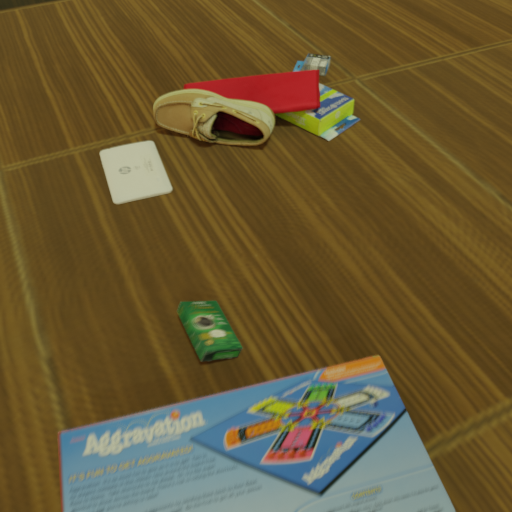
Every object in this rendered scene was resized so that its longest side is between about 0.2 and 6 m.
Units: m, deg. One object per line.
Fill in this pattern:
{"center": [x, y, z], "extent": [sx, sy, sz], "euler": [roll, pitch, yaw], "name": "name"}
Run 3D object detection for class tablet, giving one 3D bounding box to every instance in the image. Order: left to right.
{"center": [-2.463, -1.730, 11.348], "extent": [1.167, 0.122, 1.793], "euler": [-15, 47, -14], "name": "tablet"}

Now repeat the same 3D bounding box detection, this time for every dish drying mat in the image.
{"center": [-0.143, -3.555, 12.544], "extent": [3.138, 0.286, 1.205], "euler": [-3, 56, 10], "name": "dish drying mat"}

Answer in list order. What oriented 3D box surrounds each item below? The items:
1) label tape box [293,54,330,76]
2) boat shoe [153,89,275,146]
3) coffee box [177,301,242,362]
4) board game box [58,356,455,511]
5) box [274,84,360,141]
{"center": [1.416, -4.906, 14.310], "extent": [0.846, 0.268, 0.610], "euler": [11, 47, 10], "name": "label tape box"}
{"center": [-0.944, -2.873, 11.850], "extent": [2.648, 0.980, 0.879], "euler": [5, 41, 5], "name": "boat shoe"}
{"center": [-0.706, 1.097, 8.362], "extent": [0.648, 0.232, 1.053], "euler": [-1, 39, -34], "name": "coffee box"}
{"center": [-0.089, 2.668, 6.745], "extent": [4.320, 0.420, 2.224], "euler": [-11, 50, -11], "name": "board game box"}
{"center": [1.230, -3.418, 12.733], "extent": [2.024, 0.482, 1.234], "euler": [34, 56, 29], "name": "box"}
